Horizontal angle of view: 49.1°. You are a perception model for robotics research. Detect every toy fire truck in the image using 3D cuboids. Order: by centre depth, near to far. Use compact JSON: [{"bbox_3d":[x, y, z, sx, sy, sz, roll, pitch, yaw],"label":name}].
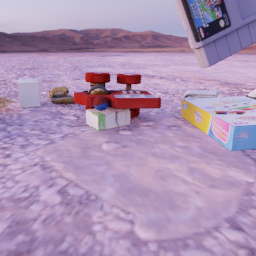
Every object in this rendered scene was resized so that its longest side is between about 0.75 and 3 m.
[{"bbox_3d":[-0.391,-0.907,8.237,2.377,1.333,1.996,0,14,-11],"label":"toy fire truck"}]

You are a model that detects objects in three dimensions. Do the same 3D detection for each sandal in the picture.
[{"bbox_3d":[-2.695,-1.402,11.214,0.898,0.603,2.235,-10,21,-27],"label":"sandal"}]

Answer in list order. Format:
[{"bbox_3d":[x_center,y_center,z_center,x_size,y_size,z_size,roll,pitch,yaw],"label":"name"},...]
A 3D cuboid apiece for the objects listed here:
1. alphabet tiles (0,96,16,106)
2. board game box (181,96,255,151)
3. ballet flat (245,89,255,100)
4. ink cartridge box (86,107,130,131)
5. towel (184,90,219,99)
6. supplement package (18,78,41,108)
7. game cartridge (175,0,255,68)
[{"bbox_3d":[-4.840,-0.931,9.532,1.711,0.128,1.750,0,-5,0],"label":"alphabet tiles"},{"bbox_3d":[3.080,-0.269,7.771,2.254,0.594,2.946,-4,19,-11],"label":"board game box"},{"bbox_3d":[5.001,-1.127,10.135,2.257,0.825,0.825,-2,18,-7],"label":"ballet flat"},{"bbox_3d":[-0.574,-0.314,8.147,1.078,0.453,0.784,-11,21,-31],"label":"ink cartridge box"},{"bbox_3d":[2.757,-1.110,10.519,1.226,0.525,1.016,5,17,20],"label":"towel"},{"bbox_3d":[-3.666,-1.321,10.449,0.713,0.927,0.969,-6,19,-16],"label":"supplement package"},{"bbox_3d":[1.622,-2.651,5.150,1.721,2.655,0.510,-30,18,-18],"label":"game cartridge"}]
